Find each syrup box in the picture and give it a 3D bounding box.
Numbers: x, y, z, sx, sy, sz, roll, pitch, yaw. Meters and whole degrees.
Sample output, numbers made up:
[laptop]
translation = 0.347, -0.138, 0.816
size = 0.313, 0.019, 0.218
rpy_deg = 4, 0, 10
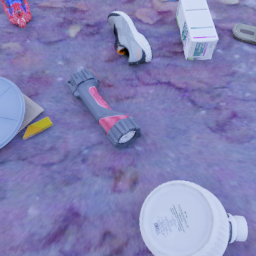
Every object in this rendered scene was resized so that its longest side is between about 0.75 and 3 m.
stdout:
[syrup box]
translation = 2.507, -3.749, 10.413
size = 0.988, 0.955, 2.427
rpy_deg = -3, 61, -2

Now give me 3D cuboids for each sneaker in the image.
[sneaker]
translation = -0.141, -3.290, 10.183
size = 1.036, 0.966, 2.613
rpy_deg = -28, 64, -10

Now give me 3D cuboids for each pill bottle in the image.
[pill bottle]
translation = 2.236, 2.474, 6.961
size = 1.239, 0.706, 0.706
rpy_deg = 3, 60, 2

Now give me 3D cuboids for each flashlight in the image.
[flashlight]
translation = -0.749, -0.701, 8.683
size = 1.013, 1.009, 2.980
rpy_deg = -49, 59, 23

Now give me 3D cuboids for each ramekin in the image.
[ramekin]
translation = 1.249, 2.211, 6.520
size = 2.063, 1.083, 2.063
rpy_deg = -10, 60, 19

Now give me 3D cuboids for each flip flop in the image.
[flip flop]
translation = 5.165, -3.560, 10.464
size = 2.389, 0.688, 0.969
rpy_deg = 17, 61, 10

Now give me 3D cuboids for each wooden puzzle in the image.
[wooden puzzle]
translation = -3.650, -0.430, 8.915
size = 1.627, 0.282, 2.412
rpy_deg = -39, 66, -24

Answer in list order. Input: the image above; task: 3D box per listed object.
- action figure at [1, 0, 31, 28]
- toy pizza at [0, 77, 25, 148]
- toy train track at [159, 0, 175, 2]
[action figure]
translation = -4.600, -5.092, 11.376
size = 0.981, 0.775, 2.999
rpy_deg = -20, 65, -14
[toy pizza]
translation = -4.408, -0.384, 8.597
size = 2.645, 0.419, 2.645
rpy_deg = -1, 70, 4
[toy train track]
translation = 2.369, -5.697, 11.907
size = 2.154, 0.350, 1.235
rpy_deg = -9, 60, -5
